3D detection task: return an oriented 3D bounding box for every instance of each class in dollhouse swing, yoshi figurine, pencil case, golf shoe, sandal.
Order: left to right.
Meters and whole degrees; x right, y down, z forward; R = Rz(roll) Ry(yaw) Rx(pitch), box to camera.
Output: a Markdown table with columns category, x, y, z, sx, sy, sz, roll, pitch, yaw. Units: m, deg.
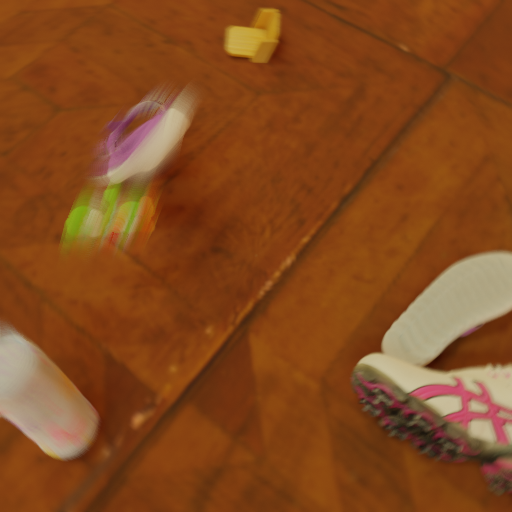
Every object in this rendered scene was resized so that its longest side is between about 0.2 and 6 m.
| category | x | y | z | sx | sy | sz | roll | pitch | yaw |
| --- | --- | --- | --- | --- | --- | --- | --- | --- | --- |
| pencil case | -2.677 | 1.756 | 6.791 | 0.861 | 1.899 | 0.789 | -32 | 49 | -10 |
| yoshi figurine | -1.982 | -0.524 | 7.488 | 1.146 | 0.641 | 0.644 | -10 | 81 | -27 |
| sandal | -1.759 | -1.804 | 8.225 | 0.767 | 3.120 | 1.270 | 43 | 75 | -21 |
| dollhouse swing | -0.076 | -4.235 | 10.624 | 0.770 | 0.796 | 0.876 | 13 | 62 | -17 |
| sandal | 2.890 | 0.799 | 8.164 | 2.467 | 0.606 | 1.004 | -32 | 52 | -2 |
| golf shoe | 2.782 | 2.000 | 7.261 | 3.193 | 1.159 | 1.470 | 27 | 62 | 3 |
